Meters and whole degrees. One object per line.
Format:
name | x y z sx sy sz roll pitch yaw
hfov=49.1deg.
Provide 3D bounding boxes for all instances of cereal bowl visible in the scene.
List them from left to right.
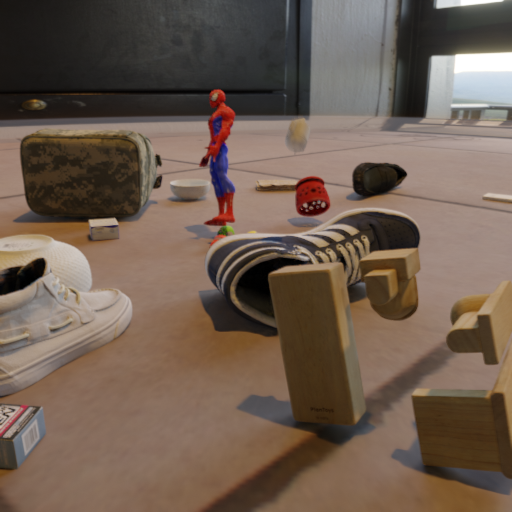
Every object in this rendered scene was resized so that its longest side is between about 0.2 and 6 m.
cereal bowl | -3.711 0.186 9.013 2.034 0.847 2.034 1 18 0
cereal bowl | -1.874 -1.862 15.929 1.135 0.473 1.135 0 17 0

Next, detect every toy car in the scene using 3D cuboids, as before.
toy car | -0.531 -0.423 11.793 1.238 0.276 1.165 -7 20 -23

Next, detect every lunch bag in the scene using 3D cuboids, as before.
lunch bag | -4.074 -2.229 14.318 3.057 2.130 2.564 0 21 -1

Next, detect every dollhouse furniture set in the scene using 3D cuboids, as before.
dollhouse furniture set | 1.550 0.858 5.765 2.037 1.937 1.659 -6 7 32

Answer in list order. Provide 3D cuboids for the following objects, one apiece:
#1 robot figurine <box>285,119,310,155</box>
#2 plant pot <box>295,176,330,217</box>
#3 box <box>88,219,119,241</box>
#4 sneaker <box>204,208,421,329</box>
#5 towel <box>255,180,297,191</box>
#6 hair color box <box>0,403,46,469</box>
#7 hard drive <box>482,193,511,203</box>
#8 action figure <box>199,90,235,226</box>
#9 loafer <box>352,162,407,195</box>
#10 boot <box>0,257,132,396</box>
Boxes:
robot figurine | 0.580 -1.673 7.844 0.305 0.458 0.540 -5 53 33
plant pot | 1.299 -1.422 13.281 0.812 0.739 0.812 -8 -27 -4
box | -3.308 -0.575 12.167 0.584 0.333 0.635 -6 18 -19
sneaker | 1.061 0.147 8.374 3.541 1.241 1.921 -10 14 -7
towel | 0.675 -2.199 17.358 1.385 0.239 0.917 -1 19 -5
hair color box | -2.627 1.657 5.267 1.088 0.330 0.538 2 18 8
hard drive | 6.907 -1.636 15.814 0.848 0.111 0.559 14 22 36
action figure | -0.828 -2.142 12.009 0.753 2.912 0.953 4 -8 -17
loafer | 3.672 -2.349 16.628 0.982 0.950 2.797 1 12 34
boot | -2.483 0.601 7.026 0.962 1.250 2.616 7 19 20
